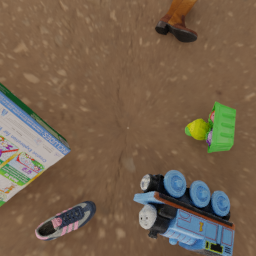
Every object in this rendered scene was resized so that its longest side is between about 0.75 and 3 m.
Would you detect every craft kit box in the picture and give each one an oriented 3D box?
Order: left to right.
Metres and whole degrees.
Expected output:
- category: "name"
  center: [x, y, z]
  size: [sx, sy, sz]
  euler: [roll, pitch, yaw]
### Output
- category: "craft kit box"
  center: [-2.977, 0.454, 5.870]
  size: [2.508, 2.539, 0.616]
  euler: [-39, 40, 0]

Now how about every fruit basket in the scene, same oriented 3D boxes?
- category: "fruit basket"
  center: [1.943, 0.001, 6.747]
  size: [1.188, 0.857, 1.188]
  euler: [-3, 70, 8]

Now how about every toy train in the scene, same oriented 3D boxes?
- category: "toy train"
  center: [1.239, 1.836, 5.992]
  size: [2.402, 1.041, 1.372]
  euler: [26, 61, -21]

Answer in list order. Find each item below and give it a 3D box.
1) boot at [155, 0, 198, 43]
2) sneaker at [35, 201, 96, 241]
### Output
- category: "boot"
  center: [1.594, -3.071, 7.804]
  size: [1.263, 0.459, 1.341]
  euler: [24, 73, 31]
- category: "sneaker"
  center: [-1.379, 2.078, 6.242]
  size: [1.421, 0.583, 0.498]
  euler: [-32, 67, -3]
